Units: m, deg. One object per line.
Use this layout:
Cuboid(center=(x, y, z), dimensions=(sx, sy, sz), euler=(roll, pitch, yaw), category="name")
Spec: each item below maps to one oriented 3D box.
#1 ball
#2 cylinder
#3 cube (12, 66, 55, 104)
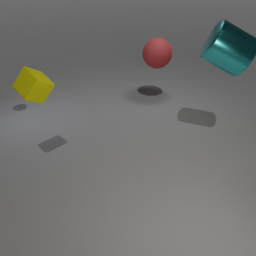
Cuboid(center=(1.390, -3.533, 13.283), dimensions=(1.400, 1.400, 1.400), euler=(0, 29, 0), category="ball")
Cuboid(center=(3.373, -2.655, 9.383), dimensions=(1.400, 1.400, 1.400), euler=(28, 30, -5), category="cylinder")
Cuboid(center=(-2.668, -1.200, 7.931), dimensions=(0.700, 0.700, 0.700), euler=(42, 15, 21), category="cube")
